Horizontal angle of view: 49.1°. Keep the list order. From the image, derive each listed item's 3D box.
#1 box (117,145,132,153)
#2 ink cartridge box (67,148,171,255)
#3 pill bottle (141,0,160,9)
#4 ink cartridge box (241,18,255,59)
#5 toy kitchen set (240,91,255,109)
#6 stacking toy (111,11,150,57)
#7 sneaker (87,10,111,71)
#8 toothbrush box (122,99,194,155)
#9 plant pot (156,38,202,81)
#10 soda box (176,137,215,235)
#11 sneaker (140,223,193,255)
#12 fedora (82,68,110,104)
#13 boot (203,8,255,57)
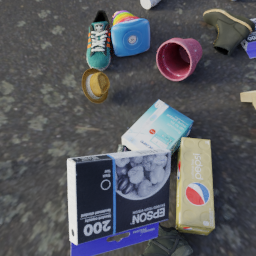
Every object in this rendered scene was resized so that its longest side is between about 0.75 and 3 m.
[{"bbox_3d":[-0.066,1.019,7.518,0.214,0.741,0.932,-8,57,38],"label":"box"},{"bbox_3d":[-0.123,1.621,5.887,2.208,2.229,0.484,-5,11,-28],"label":"ink cartridge box"},{"bbox_3d":[1.135,-5.966,12.741,0.677,0.677,1.194,31,62,18],"label":"pill bottle"},{"bbox_3d":[5.502,-3.761,11.395,1.864,0.408,1.881,-12,59,-2],"label":"ink cartridge box"},{"bbox_3d":[4.752,-0.461,9.219,1.334,1.475,1.635,-9,97,-3],"label":"toy kitchen set"},{"bbox_3d":[-0.121,-4.176,11.381,1.485,1.404,2.558,-13,46,-5],"label":"stacking toy"},{"bbox_3d":[-1.153,-3.451,10.861,0.962,1.077,2.695,-1,57,-1],"label":"sneaker"},{"bbox_3d":[0.898,0.226,8.642,1.366,0.796,1.865,36,65,21],"label":"toothbrush box"},{"bbox_3d":[1.992,-2.618,10.221,1.473,1.473,1.318,36,48,21],"label":"plant pot"},{"bbox_3d":[1.835,1.544,7.773,0.861,0.814,2.542,6,58,4],"label":"soda box"},{"bbox_3d":[0.558,3.030,6.887,1.868,0.714,1.070,-22,59,-18],"label":"sneaker"},{"bbox_3d":[-0.981,-1.466,9.482,0.513,1.258,1.258,-12,44,44],"label":"fedora"},{"bbox_3d":[3.661,-3.909,11.388,1.589,0.890,2.297,-50,49,-3],"label":"boot"}]
